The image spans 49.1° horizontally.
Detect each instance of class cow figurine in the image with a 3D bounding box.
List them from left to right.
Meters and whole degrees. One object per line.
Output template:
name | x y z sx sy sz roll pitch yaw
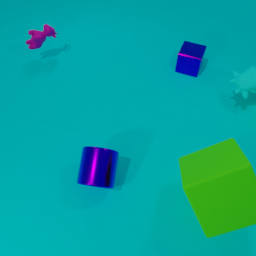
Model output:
cow figurine | -2.952 -3.113 9.610 0.924 0.939 0.515 -18 69 -42
cow figurine | 3.679 -1.365 8.163 1.576 1.601 0.879 -21 81 3

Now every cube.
cube | 2.130 -2.348 9.532 0.788 0.788 0.788 18 55 13
cube | 1.939 1.208 5.858 1.302 1.302 1.302 -23 16 14

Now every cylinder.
cylinder | -0.719 0.956 6.753 0.897 0.897 0.897 7 79 5
